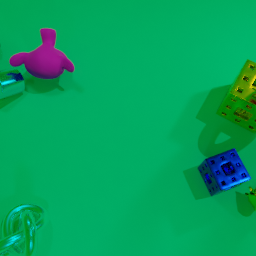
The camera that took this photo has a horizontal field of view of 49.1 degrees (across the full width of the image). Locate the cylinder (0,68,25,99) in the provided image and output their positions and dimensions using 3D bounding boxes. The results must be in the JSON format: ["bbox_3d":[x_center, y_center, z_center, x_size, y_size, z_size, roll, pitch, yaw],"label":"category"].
[{"bbox_3d":[-3.414,-1.248,7.835,0.738,0.738,0.738,40,40,16],"label":"cylinder"}]

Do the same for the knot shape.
[{"bbox_3d":[-2.485,2.414,6.148,1.504,1.607,0.743,-43,111,-5],"label":"knot shape"}]

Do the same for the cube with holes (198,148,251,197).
[{"bbox_3d":[2.338,1.108,6.917,0.802,0.802,0.802,-19,68,-8],"label":"cube with holes"}]

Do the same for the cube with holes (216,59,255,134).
[{"bbox_3d":[3.321,-0.823,7.541,1.194,1.194,1.194,29,70,12],"label":"cube with holes"}]

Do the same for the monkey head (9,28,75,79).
[{"bbox_3d":[-2.285,-2.024,7.752,1.789,1.287,1.078,6,31,2],"label":"monkey head"}]

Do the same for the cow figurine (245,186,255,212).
[{"bbox_3d":[3.552,1.706,6.750,1.196,0.657,1.177,-28,51,-33],"label":"cow figurine"}]
